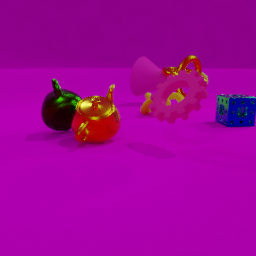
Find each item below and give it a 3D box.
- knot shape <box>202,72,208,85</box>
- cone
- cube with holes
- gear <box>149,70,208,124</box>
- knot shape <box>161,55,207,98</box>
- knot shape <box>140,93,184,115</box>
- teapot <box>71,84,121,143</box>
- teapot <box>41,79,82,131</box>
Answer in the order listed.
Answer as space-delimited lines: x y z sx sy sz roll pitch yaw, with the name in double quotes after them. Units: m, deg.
3.206 -1.858 12.465 0.580 1.174 1.255 6 -4 10 "knot shape"
1.193 -1.912 11.135 1.635 1.629 1.629 17 20 30 "cone"
2.978 -0.503 7.776 0.787 0.787 0.787 -1 13 -6 "cube with holes"
0.956 -0.619 5.420 1.155 1.155 0.214 15 -22 49 "gear"
2.276 -2.014 10.618 1.688 1.804 0.834 -47 -6 -26 "knot shape"
1.040 -0.826 9.335 1.474 0.681 1.380 -4 11 -14 "knot shape"
-0.663 -0.295 6.035 1.097 0.864 1.764 17 44 14 "teapot"
-1.563 -0.443 6.664 1.049 1.686 0.826 -21 50 -17 "teapot"
